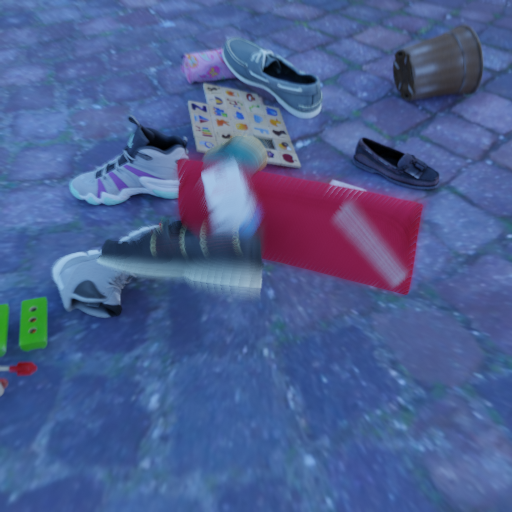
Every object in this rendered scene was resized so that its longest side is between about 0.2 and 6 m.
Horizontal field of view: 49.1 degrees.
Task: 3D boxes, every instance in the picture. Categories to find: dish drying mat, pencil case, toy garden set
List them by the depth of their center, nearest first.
[{"bbox_3d":[-4.281,1.600,8.513,2.169,0.433,1.808,-10,43,-11],"label":"toy garden set"},{"bbox_3d":[0.480,-0.491,8.636,3.921,1.506,0.357,14,37,23],"label":"dish drying mat"},{"bbox_3d":[-1.075,-5.184,15.229,1.875,0.820,0.820,-13,46,-12],"label":"pencil case"}]

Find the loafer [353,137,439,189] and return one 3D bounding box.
[{"bbox_3d":[3.009,-2.002,12.056,1.957,0.616,0.704,23,49,22],"label":"loafer"}]

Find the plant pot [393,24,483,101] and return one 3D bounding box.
[{"bbox_3d":[4.549,-4.801,14.301,1.730,1.748,1.748,-16,46,-5],"label":"plant pot"}]

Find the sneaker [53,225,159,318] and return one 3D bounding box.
[{"bbox_3d":[-2.217,0.393,9.537,2.306,0.865,1.332,-21,52,-6],"label":"sneaker"}]

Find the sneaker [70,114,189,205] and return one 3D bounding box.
[{"bbox_3d":[-2.564,-1.998,11.220,2.529,1.769,0.983,-8,45,-8],"label":"sneaker"}]

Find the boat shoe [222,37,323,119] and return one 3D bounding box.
[{"bbox_3d":[0.406,-4.782,14.168,1.188,1.008,3.264,-40,69,-20],"label":"boat shoe"}]

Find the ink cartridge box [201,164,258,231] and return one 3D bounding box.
[{"bbox_3d":[-0.390,-0.800,8.189,0.573,0.989,0.330,-18,9,1],"label":"ink cartridge box"}]

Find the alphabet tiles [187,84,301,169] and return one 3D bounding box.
[{"bbox_3d":[-0.381,-3.077,12.920,2.379,0.107,2.846,5,44,-20],"label":"alphabet tiles"}]

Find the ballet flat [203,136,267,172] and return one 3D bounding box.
[{"bbox_3d":[-0.249,-1.730,9.336,0.590,0.642,1.871,-32,22,-26],"label":"ballet flat"}]

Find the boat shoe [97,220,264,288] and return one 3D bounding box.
[{"bbox_3d":[-1.179,-0.077,8.448,2.875,0.901,1.052,3,0,30],"label":"boat shoe"}]

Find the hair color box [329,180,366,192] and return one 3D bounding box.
[{"bbox_3d":[1.516,-0.805,10.928,0.779,0.470,1.535,21,47,20],"label":"hair color box"}]
